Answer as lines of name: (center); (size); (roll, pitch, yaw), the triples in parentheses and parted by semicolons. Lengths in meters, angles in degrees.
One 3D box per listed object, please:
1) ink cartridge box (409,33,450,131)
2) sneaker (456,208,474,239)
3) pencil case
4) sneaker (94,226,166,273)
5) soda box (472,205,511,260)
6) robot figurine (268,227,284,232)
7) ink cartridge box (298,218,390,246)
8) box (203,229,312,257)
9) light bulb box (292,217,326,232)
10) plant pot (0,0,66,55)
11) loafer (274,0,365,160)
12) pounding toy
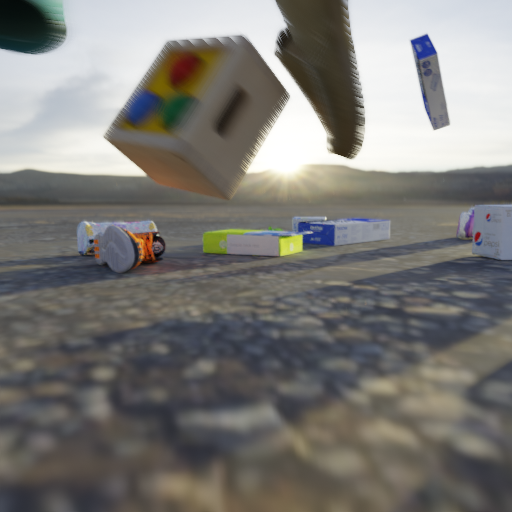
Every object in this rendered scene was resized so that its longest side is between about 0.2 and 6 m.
ink cartridge box: (4.198, -4.149, 13.498); (0.463, 2.094, 0.984); (-17, 46, 15)
sneaker: (5.840, -0.784, 14.597); (0.859, 0.782, 1.944); (11, 15, 28)
pencil case: (-2.715, -0.370, 10.978); (1.548, 0.643, 0.702); (-4, -2, -37)
sneaker: (-1.885, -0.164, 8.940); (1.046, 0.724, 1.866); (-5, 8, -28)
soda box: (5.558, -0.466, 10.374); (2.883, 0.982, 0.918); (-1, 7, -11)
robot figurine: (0.484, -0.480, 13.339); (0.511, 0.337, 0.582); (26, 15, 19)
ink cartridge box: (2.180, -0.610, 13.644); (1.104, 0.519, 2.348); (7, 10, 43)
box: (0.038, -0.276, 11.047); (1.883, 0.449, 1.148); (3, 7, 26)
light bulb box: (1.402, -0.745, 14.738); (0.858, 0.536, 0.851); (0, 7, 9)
plant pot: (-3.378, -3.765, 7.999); (1.251, 1.176, 1.251); (-6, -15, -2)
loafer: (0.828, -2.827, 7.826); (1.107, 3.284, 1.248); (-9, 34, 12)
pounding toy: (-1.100, -2.487, 8.428); (2.964, 2.604, 1.356); (18, -16, 44)
